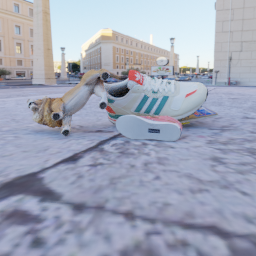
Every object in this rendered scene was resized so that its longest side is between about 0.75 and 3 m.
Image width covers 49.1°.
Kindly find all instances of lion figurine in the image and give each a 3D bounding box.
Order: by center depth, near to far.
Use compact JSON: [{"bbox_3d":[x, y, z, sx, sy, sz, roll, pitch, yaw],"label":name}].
[{"bbox_3d":[-1.210,-0.733,6.600,2.457,0.890,1.505,-31,31,0],"label":"lion figurine"}]

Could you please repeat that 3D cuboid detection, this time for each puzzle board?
[{"bbox_3d":[1.299,-0.472,8.355,1.811,0.209,2.404,-9,18,-7],"label":"puzzle board"}]

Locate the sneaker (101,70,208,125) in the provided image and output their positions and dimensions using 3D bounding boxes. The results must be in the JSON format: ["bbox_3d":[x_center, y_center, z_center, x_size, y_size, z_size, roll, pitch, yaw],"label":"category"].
[{"bbox_3d":[0.566,-0.863,6.998,2.723,1.273,0.959,-8,46,18],"label":"sneaker"}]

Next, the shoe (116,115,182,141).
[{"bbox_3d":[0.490,-0.029,6.235,1.437,0.514,0.654,8,13,14],"label":"shoe"}]
